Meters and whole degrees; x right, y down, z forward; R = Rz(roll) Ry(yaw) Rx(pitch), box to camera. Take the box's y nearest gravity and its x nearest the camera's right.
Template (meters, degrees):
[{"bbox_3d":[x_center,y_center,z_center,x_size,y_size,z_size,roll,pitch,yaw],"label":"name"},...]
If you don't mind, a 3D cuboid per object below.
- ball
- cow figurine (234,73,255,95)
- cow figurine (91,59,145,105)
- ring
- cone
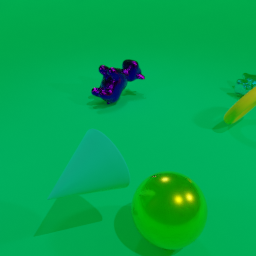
[{"bbox_3d":[0.634,1.258,4.356,1.168,1.168,1.168,0,31,0],"label":"ball"},{"bbox_3d":[4.217,-1.432,9.419,1.315,0.722,1.294,1,27,1],"label":"cow figurine"},{"bbox_3d":[-0.258,-1.468,8.931,0.892,1.626,1.600,24,5,41],"label":"cow figurine"},{"bbox_3d":[3.111,-0.621,7.356,1.414,1.414,0.283,-26,68,-36],"label":"ring"},{"bbox_3d":[-0.689,0.703,3.958,1.031,1.027,1.027,-33,43,-29],"label":"cone"}]
